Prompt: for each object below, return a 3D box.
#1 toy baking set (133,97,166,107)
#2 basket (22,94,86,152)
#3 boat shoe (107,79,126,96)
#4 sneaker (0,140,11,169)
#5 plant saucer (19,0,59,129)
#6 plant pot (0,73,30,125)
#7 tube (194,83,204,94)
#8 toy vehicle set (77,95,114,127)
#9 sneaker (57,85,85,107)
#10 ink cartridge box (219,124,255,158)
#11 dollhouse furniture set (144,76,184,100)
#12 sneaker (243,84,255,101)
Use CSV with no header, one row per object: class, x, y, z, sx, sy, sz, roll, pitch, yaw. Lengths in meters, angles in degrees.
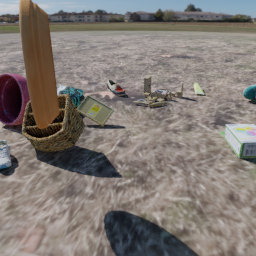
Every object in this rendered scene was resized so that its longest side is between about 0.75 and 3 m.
toy baking set,1.025,-1.205,13.137,1.456,0.169,1.118,-15,25,-30
basket,-2.465,-0.119,8.701,1.773,1.321,1.265,-3,40,27
boat shoe,-0.648,-2.119,14.708,0.591,0.519,1.660,-11,28,-27
sneaker,-3.710,0.787,8.261,0.466,0.492,1.217,-8,26,-21
plant saucer,-1.846,-1.336,6.056,0.504,2.693,2.693,-7,25,-12
plant pot,-4.101,-1.138,11.116,1.932,1.932,1.729,14,12,28
tube,3.722,-2.035,14.810,0.363,0.325,1.251,-34,21,21
toy vehicle set,-1.278,-0.690,10.920,1.270,0.168,0.789,31,71,15
sneaker,-2.529,-1.272,12.271,1.258,1.070,2.758,2,25,-5
ink cartridge box,3.838,0.288,9.282,0.983,0.561,1.893,-1,24,-2
dollhouse furniture set,1.708,-1.994,14.007,1.946,0.861,1.009,11,26,22
sneaker,6.634,-1.563,13.089,2.289,0.817,0.914,3,20,3
